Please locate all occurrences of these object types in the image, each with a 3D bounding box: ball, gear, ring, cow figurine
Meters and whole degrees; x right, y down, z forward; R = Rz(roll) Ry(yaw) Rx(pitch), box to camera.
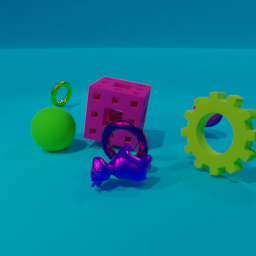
[{"bbox_3d":[2.202,-0.432,7.740,0.831,0.831,0.831,0,18,0],"label":"ball"},{"bbox_3d":[1.795,0.109,5.597,0.298,1.612,1.612,-4,16,-40],"label":"gear"},{"bbox_3d":[-2.668,-1.368,11.287,0.221,1.103,1.103,28,28,24],"label":"ring"},{"bbox_3d":[-0.150,0.776,5.165,1.037,0.569,1.021,25,52,17],"label":"cow figurine"},{"bbox_3d":[-0.080,0.326,5.692,1.050,1.050,0.210,8,24,23],"label":"ring"},{"bbox_3d":[-1.828,0.017,6.896,1.087,1.087,1.087,0,18,0],"label":"ball"}]

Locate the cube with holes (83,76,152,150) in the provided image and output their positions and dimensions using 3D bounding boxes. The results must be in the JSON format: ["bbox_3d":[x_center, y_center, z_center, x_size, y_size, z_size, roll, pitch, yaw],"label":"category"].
[{"bbox_3d":[-0.236,-0.445,7.253,1.339,1.339,1.339,12,22,7],"label":"cube with holes"}]
